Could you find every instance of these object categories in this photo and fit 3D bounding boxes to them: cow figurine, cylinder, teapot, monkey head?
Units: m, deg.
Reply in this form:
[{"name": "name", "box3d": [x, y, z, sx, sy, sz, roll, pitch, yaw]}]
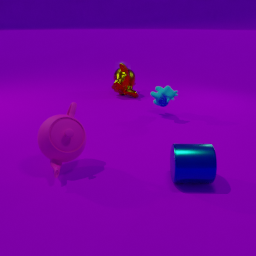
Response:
[{"name": "cow figurine", "box3d": [1.231, -1.012, 9.293, 0.962, 0.978, 0.537, 31, 69, 33]}, {"name": "cylinder", "box3d": [1.299, 0.715, 5.688, 0.797, 0.797, 0.797, 0, 21, 1]}, {"name": "teapot", "box3d": [-1.391, 0.248, 6.062, 1.081, 1.738, 0.851, 19, -21, -22]}, {"name": "monkey head", "box3d": [0.007, -1.942, 11.926, 1.347, 1.129, 1.873, 24, -8, 20]}]
